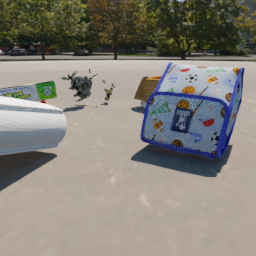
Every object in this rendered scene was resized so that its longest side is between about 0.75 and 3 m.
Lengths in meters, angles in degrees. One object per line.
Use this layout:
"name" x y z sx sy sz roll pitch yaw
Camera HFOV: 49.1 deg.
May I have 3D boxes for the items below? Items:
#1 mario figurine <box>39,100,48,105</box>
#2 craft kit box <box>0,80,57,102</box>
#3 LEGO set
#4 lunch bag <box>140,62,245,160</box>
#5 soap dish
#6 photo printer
"mario figurine" -3.174 -0.677 9.725 0.909 0.482 0.561 -1 52 14
"craft kit box" -4.005 -1.011 9.132 2.681 0.658 2.714 -11 10 -28
"LEGO set" -1.460 -1.540 10.686 2.176 1.413 0.617 -3 37 -21
"lunch bag" 1.460 -0.403 6.265 1.835 1.336 2.158 12 56 28
"soap dish" 1.983 -1.439 10.511 2.830 1.149 2.227 -17 21 -36
"photo printer" -2.841 -0.139 5.052 2.377 0.992 2.857 10 4 18
